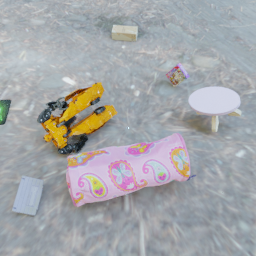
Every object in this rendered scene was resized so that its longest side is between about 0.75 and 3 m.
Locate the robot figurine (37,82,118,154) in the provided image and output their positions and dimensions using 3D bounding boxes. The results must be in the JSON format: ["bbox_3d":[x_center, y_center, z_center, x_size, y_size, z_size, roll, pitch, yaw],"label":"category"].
[{"bbox_3d":[-1.385,-0.269,7.604,2.122,1.539,0.618,-36,21,-21],"label":"robot figurine"}]

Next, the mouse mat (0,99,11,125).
[{"bbox_3d":[-4.095,-0.485,8.567,0.871,0.041,1.082,-4,50,-4],"label":"mouse mat"}]

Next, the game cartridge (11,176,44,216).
[{"bbox_3d":[-2.308,1.574,6.512,0.544,0.161,0.839,20,59,-23],"label":"game cartridge"}]

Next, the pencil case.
[{"bbox_3d":[0.028,0.960,6.508,2.861,1.251,1.251,-11,50,-11],"label":"pencil case"}]

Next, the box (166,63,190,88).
[{"bbox_3d":[1.582,-1.685,9.000,0.152,0.780,0.534,-36,91,-25],"label":"box"}]

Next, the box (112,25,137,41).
[{"bbox_3d":[-0.128,-3.769,11.126,0.978,0.380,0.464,5,60,5],"label":"box"}]

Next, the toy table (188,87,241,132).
[{"bbox_3d":[2.438,-0.598,7.799,1.333,0.781,1.226,18,72,33],"label":"toy table"}]
